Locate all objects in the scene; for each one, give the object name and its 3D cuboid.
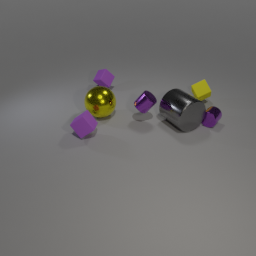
[{"bbox_3d":[-1.266,-2.603,14.750,0.700,0.700,0.700,3,63,49],"label":"cube"},{"bbox_3d":[3.523,-0.475,11.876,0.700,0.700,0.700,21,37,30],"label":"cylinder"},{"bbox_3d":[2.248,-0.760,11.666,1.400,1.400,1.400,-17,35,-25],"label":"cylinder"},{"bbox_3d":[0.726,-1.087,11.705,0.700,0.700,0.700,30,34,-23],"label":"cylinder"},{"bbox_3d":[-1.724,-0.154,11.015,0.700,0.700,0.700,-31,18,19],"label":"cube"},{"bbox_3d":[3.490,-1.764,13.363,0.700,0.700,0.700,-25,72,6],"label":"cube"},{"bbox_3d":[-1.213,-1.139,12.278,1.400,1.400,1.400,0,32,0],"label":"ball"}]
